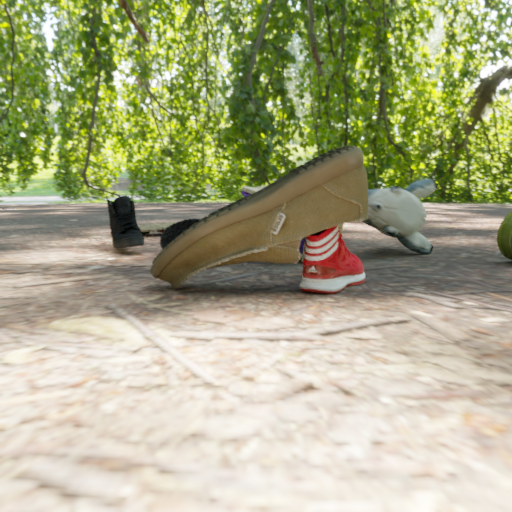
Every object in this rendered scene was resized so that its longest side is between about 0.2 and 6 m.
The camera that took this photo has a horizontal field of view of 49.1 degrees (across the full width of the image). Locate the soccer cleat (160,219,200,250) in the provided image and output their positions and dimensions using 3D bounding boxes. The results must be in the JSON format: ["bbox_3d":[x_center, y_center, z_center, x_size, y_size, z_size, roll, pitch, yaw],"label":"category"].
[{"bbox_3d":[-0.677,-0.263,11.099,2.489,0.849,0.911,-4,-21,16],"label":"soccer cleat"}]

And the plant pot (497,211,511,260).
[{"bbox_3d":[5.094,-0.260,9.980,1.111,1.111,1.055,-1,20,-11],"label":"plant pot"}]

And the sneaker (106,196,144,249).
[{"bbox_3d":[-2.914,-0.790,12.216,0.639,1.109,2.127,-7,8,-20],"label":"sneaker"}]

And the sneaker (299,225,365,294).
[{"bbox_3d":[1.165,-0.141,8.023,0.746,1.100,1.904,5,10,18],"label":"sneaker"}]

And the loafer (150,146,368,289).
[{"bbox_3d":[0.100,-0.311,7.499,3.258,1.099,1.239,-28,8,9],"label":"loafer"}]

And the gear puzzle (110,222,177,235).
[{"bbox_3d":[-2.920,-0.705,16.158,2.536,0.332,1.314,-7,11,-27],"label":"gear puzzle"}]

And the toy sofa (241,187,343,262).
[{"bbox_3d":[0.587,-0.670,11.164,1.188,1.008,2.435,0,17,-27],"label":"toy sofa"}]

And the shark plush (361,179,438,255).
[{"bbox_3d":[2.361,-0.728,11.344,3.437,1.562,1.432,-8,7,-44],"label":"shark plush"}]
